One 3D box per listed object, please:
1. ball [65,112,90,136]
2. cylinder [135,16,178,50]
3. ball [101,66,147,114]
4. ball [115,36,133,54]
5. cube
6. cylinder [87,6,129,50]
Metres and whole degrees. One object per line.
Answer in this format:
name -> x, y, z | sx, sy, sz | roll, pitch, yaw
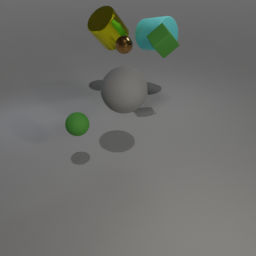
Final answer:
ball -> -1.473, -0.112, 8.151 | 0.700, 0.700, 0.700 | 0, 31, 0
cylinder -> 1.279, -4.200, 12.534 | 1.400, 1.400, 1.400 | -27, 29, -37
ball -> -0.118, -1.135, 8.396 | 1.400, 1.400, 1.400 | 0, 31, 0
ball -> -0.157, -3.281, 11.053 | 0.700, 0.700, 0.700 | 0, 31, 0
cube -> 1.190, -2.967, 9.526 | 0.700, 0.700, 0.700 | -38, 51, 19
cylinder -> -0.881, -4.483, 12.659 | 1.400, 1.400, 1.400 | -12, 64, 26
